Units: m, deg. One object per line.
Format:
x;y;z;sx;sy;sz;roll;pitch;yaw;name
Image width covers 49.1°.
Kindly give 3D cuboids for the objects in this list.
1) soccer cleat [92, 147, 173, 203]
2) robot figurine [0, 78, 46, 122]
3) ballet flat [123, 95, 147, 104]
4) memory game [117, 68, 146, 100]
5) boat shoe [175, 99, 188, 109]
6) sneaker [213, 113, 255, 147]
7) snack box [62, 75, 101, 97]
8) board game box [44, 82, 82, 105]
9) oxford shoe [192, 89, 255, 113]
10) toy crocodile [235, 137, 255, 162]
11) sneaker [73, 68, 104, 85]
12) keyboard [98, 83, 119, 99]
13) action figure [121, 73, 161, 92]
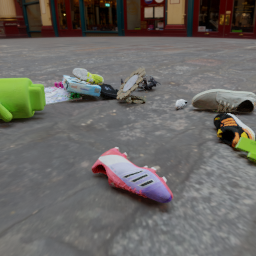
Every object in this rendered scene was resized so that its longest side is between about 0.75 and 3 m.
0.052;1.206;6.547;0.887;0.774;2.319;-38;41;-21;soccer cleat
-4.653;-1.149;10.941;2.689;1.555;2.359;-3;23;-7;robot figurine
0.284;-1.286;12.849;1.131;0.384;0.426;5;39;5;ballet flat
0.138;-2.018;12.747;0.119;1.861;1.861;38;10;-23;memory game
2.355;-1.030;12.275;0.342;0.359;0.999;11;15;26;boat shoe
3.223;0.034;9.192;0.897;0.698;1.995;-4;25;-16;sneaker
-2.376;-2.127;13.969;1.517;0.484;2.611;8;14;-21;snack box
-4.051;-1.724;13.842;2.717;0.351;2.717;-14;26;-30;board game box
4.010;-1.037;11.607;2.665;1.002;0.769;1;51;5;oxford shoe
3.976;0.727;7.626;2.055;0.694;0.634;18;-13;41;toy crocodile
-1.390;-1.687;9.578;1.074;0.407;0.564;20;-11;-15;sneaker
-0.943;-1.893;14.224;1.214;0.259;2.023;8;21;-22;keyboard
0.741;-2.495;14.850;2.069;1.056;1.230;-10;14;-19;action figure
